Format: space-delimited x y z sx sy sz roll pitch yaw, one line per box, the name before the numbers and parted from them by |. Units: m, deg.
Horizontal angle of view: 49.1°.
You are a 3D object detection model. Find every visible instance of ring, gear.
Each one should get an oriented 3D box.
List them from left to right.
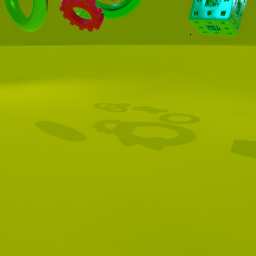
ring | -2.751 -3.532 7.408 1.883 1.883 0.377 15 28 39
gear | -1.251 -3.127 7.636 1.181 0.218 1.181 15 -19 5
ring | -0.466 -3.766 7.282 1.941 1.941 0.388 -1 50 -4

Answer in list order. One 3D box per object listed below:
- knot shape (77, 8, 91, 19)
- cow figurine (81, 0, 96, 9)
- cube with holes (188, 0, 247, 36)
knot shape | -1.423 -4.066 9.657 1.340 0.619 1.254 -6 16 -10
cow figurine | -0.646 -3.349 6.666 1.049 0.585 1.066 -6 40 42
cube with holes | 1.954 -2.584 6.057 0.858 0.858 0.858 16 4 33
